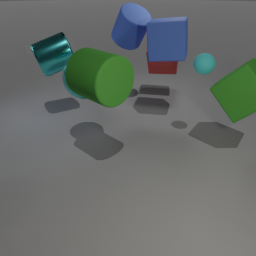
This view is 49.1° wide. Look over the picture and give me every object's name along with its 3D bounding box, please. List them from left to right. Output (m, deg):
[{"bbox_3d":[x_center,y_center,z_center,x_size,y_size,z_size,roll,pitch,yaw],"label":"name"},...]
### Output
[{"bbox_3d":[-2.996,-2.976,11.394,1.400,1.400,1.400,-26,33,-7],"label":"cylinder"},{"bbox_3d":[-1.432,-1.648,9.177,1.400,1.400,1.400,0,28,0],"label":"ball"},{"bbox_3d":[-0.784,-1.422,7.786,1.400,1.400,1.400,-25,37,-38],"label":"cylinder"},{"bbox_3d":[0.126,-4.385,12.165,1.400,1.400,1.400,11,56,-17],"label":"cylinder"},{"bbox_3d":[1.744,-3.637,13.795,1.400,1.400,1.400,4,55,13],"label":"cube"},{"bbox_3d":[1.533,-3.396,10.691,1.400,1.400,1.400,2,27,14],"label":"cube"},{"bbox_3d":[2.536,-2.130,9.307,0.700,0.700,0.700,0,28,0],"label":"ball"},{"bbox_3d":[3.831,-1.256,9.263,1.400,1.400,1.400,-35,0,38],"label":"cube"}]
